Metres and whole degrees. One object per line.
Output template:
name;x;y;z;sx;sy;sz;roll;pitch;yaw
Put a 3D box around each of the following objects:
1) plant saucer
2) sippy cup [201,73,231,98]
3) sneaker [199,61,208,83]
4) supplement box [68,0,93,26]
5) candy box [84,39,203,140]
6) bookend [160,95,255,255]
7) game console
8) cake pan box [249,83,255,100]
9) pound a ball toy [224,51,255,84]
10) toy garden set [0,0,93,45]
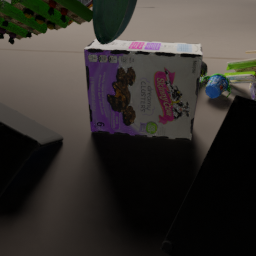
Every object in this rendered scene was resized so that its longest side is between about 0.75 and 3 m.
plant saucer;-0.185;-2.004;4.123;0.210;1.535;1.535;1;28;-26
sippy cup;2.857;-1.329;9.136;0.900;0.706;0.659;6;39;39
sneaker;2.146;-2.145;10.057;0.923;1.049;2.479;26;39;35
supplement box;-1.628;-2.832;5.374;1.792;0.767;0.989;26;52;8
candy box;0.374;-0.940;6.913;2.624;2.201;0.939;5;31;9
bookend;1.857;1.097;4.340;1.074;2.316;2.331;24;83;34
game console;-3.050;0.276;6.202;2.404;1.399;2.114;27;67;9
cake pan box;4.800;-1.137;9.018;1.556;0.407;1.433;7;34;12
pound a ball toy;4.093;-2.024;9.393;0.701;1.075;1.649;28;-6;-25
toy garden set;-1.302;-1.266;3.044;1.407;0.281;1.172;2;-7;36
